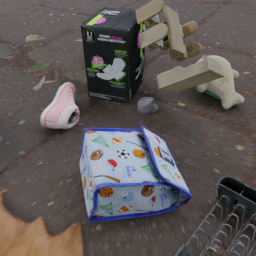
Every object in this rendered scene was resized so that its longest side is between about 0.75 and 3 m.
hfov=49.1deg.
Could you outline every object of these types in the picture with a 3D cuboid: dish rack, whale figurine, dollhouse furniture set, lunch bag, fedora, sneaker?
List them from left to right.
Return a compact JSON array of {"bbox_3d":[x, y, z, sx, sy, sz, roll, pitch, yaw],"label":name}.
[{"bbox_3d":[-1.838,-0.672,8.776,1.013,0.729,1.937,10,45,13],"label":"sneaker"},{"bbox_3d":[0.143,0.940,6.389,2.234,1.384,1.899,3,38,-19],"label":"lunch bag"},{"bbox_3d":[0.618,-0.783,9.188,0.782,0.353,0.692,-20,44,-22],"label":"fedora"},{"bbox_3d":[1.673,-2.520,8.401,1.641,2.471,2.165,-15,-11,39],"label":"dollhouse furniture set"},{"bbox_3d":[3.073,-1.492,9.713,1.655,1.080,2.081,-23,68,-13],"label":"whale figurine"},{"bbox_3d":[2.094,2.271,5.270,1.950,0.693,2.542,28,48,31],"label":"dish rack"}]

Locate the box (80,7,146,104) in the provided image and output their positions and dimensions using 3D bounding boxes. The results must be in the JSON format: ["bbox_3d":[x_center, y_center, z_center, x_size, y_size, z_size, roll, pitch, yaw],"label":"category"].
[{"bbox_3d":[-0.392,-2.470,9.470,1.596,2.567,1.907,12,41,14],"label":"box"}]
